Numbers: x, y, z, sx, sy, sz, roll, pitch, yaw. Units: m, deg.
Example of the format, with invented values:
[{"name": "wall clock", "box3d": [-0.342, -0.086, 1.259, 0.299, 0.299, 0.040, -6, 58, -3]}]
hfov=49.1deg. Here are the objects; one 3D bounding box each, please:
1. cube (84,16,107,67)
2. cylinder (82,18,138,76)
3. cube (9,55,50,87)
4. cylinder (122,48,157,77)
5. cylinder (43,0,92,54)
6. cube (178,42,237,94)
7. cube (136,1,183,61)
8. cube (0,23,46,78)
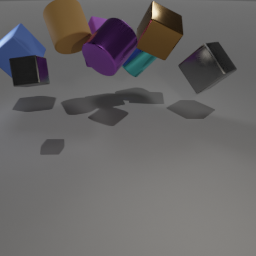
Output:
[{"name": "cube", "box3d": [-0.947, -3.383, 11.315, 1.400, 1.400, 1.400, -2, 64, -32]}, {"name": "cylinder", "box3d": [-0.606, -2.734, 9.507, 1.400, 1.400, 1.400, 20, 62, 32]}, {"name": "cube", "box3d": [-2.513, -1.444, 7.209, 0.700, 0.700, 0.700, -6, 7, 6]}, {"name": "cylinder", "box3d": [0.419, -3.309, 12.898, 1.400, 1.400, 1.400, 41, 22, -20]}, {"name": "cylinder", "box3d": [-2.133, -3.593, 9.971, 1.400, 1.400, 1.400, -21, -9, -4]}, {"name": "cube", "box3d": [3.155, -2.398, 11.110, 1.400, 1.400, 1.400, -25, 81, -48]}, {"name": "cube", "box3d": [1.237, -3.869, 11.235, 1.400, 1.400, 1.400, 20, 49, -16]}, {"name": "cube", "box3d": [-4.380, -3.016, 11.246, 1.400, 1.400, 1.400, -30, 37, 18]}]
